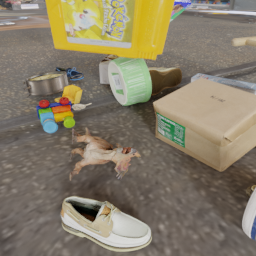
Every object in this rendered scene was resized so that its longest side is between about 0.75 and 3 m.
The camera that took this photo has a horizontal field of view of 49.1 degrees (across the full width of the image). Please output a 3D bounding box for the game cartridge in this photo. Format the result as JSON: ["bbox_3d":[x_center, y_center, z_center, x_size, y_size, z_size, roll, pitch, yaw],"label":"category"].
[{"bbox_3d":[-0.451,-2.807,6.740,2.968,2.617,0.482,7,59,0],"label":"game cartridge"}]

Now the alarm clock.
[{"bbox_3d":[-2.916,-1.789,11.031,2.312,0.770,1.559,-17,24,-14],"label":"alarm clock"}]

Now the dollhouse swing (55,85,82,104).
[{"bbox_3d":[-2.247,-1.246,10.385,0.769,0.699,0.676,26,17,38],"label":"dollhouse swing"}]

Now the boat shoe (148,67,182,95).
[{"bbox_3d":[0.999,-1.981,11.400,2.846,1.027,0.924,-19,26,-38],"label":"boat shoe"}]

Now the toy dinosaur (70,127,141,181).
[{"bbox_3d":[-0.618,0.594,6.749,1.496,0.948,2.208,4,12,-13],"label":"toy dinosaur"}]

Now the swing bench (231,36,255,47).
[{"bbox_3d":[4.297,-1.201,8.005,2.786,2.771,1.807,-18,33,-28],"label":"swing bench"}]

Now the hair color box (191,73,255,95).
[{"bbox_3d":[3.247,-1.106,9.599,2.187,1.082,0.663,18,33,30],"label":"hair color box"}]

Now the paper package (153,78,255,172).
[{"bbox_3d":[2.236,-0.222,7.590,2.252,1.222,2.363,-28,39,-29],"label":"paper package"}]

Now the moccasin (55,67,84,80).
[{"bbox_3d":[-2.735,-2.515,12.839,1.439,0.491,0.579,8,29,14],"label":"moccasin"}]

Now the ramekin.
[{"bbox_3d":[0.002,-1.697,10.000,0.907,1.857,1.857,-20,33,-19],"label":"ramekin"}]

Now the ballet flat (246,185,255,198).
[{"bbox_3d":[3.365,1.416,5.620,1.835,0.425,0.618,11,30,20],"label":"ballet flat"}]

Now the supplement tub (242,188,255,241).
[{"bbox_3d":[2.949,1.576,4.396,1.327,1.327,1.838,-25,37,-38],"label":"supplement tub"}]

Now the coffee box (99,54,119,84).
[{"bbox_3d":[-0.350,-2.855,12.958,1.381,0.975,2.443,4,29,8],"label":"coffee box"}]

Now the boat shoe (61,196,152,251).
[{"bbox_3d":[-0.421,1.668,4.980,1.718,0.588,0.642,7,29,13],"label":"boat shoe"}]

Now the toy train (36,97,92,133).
[{"bbox_3d":[-1.872,-0.415,8.786,1.793,0.759,1.038,-11,41,-19],"label":"toy train"}]

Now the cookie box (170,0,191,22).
[{"bbox_3d":[1.121,-4.429,10.264,1.808,0.680,1.547,-14,-6,-35],"label":"cookie box"}]
